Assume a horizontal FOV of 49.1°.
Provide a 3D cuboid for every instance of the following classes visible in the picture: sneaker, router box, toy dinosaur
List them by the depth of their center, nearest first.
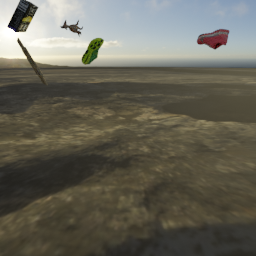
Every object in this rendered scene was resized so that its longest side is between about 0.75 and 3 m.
[{"bbox_3d":[-1.093,-2.411,8.785,0.363,0.979,0.409,45,17,13],"label":"sneaker"},{"bbox_3d":[-3.639,-3.878,9.752,0.349,1.051,1.336,30,14,-14],"label":"router box"},{"bbox_3d":[3.165,-3.281,10.650,0.546,0.643,1.483,0,2,-30],"label":"sneaker"},{"bbox_3d":[-2.219,-3.977,11.134,0.711,0.450,1.048,5,-2,8],"label":"toy dinosaur"}]

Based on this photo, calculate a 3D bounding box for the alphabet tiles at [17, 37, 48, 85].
[{"bbox_3d":[-3.622,-2.474,10.561,0.071,1.872,2.250,-33,22,-13],"label":"alphabet tiles"}]
